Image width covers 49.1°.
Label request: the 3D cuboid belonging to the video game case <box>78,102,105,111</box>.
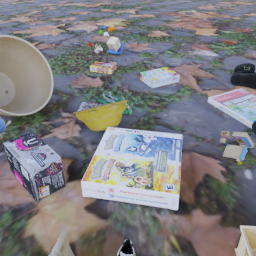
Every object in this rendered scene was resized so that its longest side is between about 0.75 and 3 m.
[{"bbox_3d":[-1.427,-0.756,11.319,1.110,0.142,1.003,4,33,6],"label":"video game case"}]

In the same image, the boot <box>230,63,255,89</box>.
[{"bbox_3d":[6.043,-2.521,13.464,2.034,0.765,1.520,17,36,25],"label":"boot"}]

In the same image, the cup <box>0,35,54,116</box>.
[{"bbox_3d":[-4.728,-1.741,10.770,2.119,2.962,2.962,-12,18,44],"label":"cup"}]

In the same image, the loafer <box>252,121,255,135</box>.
[{"bbox_3d":[5.082,0.339,9.145,0.729,0.705,2.077,-22,45,-39],"label":"loafer"}]

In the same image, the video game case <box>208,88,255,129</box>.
[{"bbox_3d":[4.908,-0.793,11.283,1.997,0.244,2.793,-16,36,-23],"label":"video game case"}]

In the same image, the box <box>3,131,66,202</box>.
[{"bbox_3d":[-2.571,0.992,7.737,0.947,1.090,1.650,-26,41,-35],"label":"box"}]

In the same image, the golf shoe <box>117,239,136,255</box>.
[{"bbox_3d":[-0.119,2.766,5.499,0.467,0.567,1.201,5,35,5],"label":"golf shoe"}]

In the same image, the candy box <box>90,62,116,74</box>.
[{"bbox_3d":[-1.320,-3.205,14.919,1.225,0.346,0.715,10,35,17],"label":"candy box"}]

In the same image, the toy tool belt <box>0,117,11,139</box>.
[{"bbox_3d":[-4.305,0.101,8.911,0.730,0.742,1.188,-6,30,20],"label":"toy tool belt"}]

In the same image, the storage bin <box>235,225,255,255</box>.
[{"bbox_3d":[3.076,2.784,5.284,1.617,0.758,1.605,2,32,3],"label":"storage bin"}]

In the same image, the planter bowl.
[{"bbox_3d":[-0.870,-0.373,9.835,1.968,0.820,1.968,-13,7,2],"label":"planter bowl"}]

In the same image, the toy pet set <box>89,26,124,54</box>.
[{"bbox_3d":[-1.161,-5.242,17.417,1.765,1.004,1.891,21,66,29],"label":"toy pet set"}]

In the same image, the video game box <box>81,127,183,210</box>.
[{"bbox_3d":[0.275,0.997,8.149,2.515,0.646,2.761,4,32,10],"label":"video game box"}]

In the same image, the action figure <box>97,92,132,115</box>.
[{"bbox_3d":[-0.388,-0.966,11.389,0.978,0.453,1.655,-24,45,-35],"label":"action figure"}]

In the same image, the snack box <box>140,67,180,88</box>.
[{"bbox_3d":[1.555,-2.492,13.729,1.623,0.430,1.154,-17,37,-24],"label":"snack box"}]

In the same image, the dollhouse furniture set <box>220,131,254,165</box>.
[{"bbox_3d":[3.413,0.716,8.983,0.961,0.664,1.018,5,59,49],"label":"dollhouse furniture set"}]

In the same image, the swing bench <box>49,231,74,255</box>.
[{"bbox_3d":[-0.457,3.155,4.083,2.378,1.543,2.366,6,34,18],"label":"swing bench"}]
